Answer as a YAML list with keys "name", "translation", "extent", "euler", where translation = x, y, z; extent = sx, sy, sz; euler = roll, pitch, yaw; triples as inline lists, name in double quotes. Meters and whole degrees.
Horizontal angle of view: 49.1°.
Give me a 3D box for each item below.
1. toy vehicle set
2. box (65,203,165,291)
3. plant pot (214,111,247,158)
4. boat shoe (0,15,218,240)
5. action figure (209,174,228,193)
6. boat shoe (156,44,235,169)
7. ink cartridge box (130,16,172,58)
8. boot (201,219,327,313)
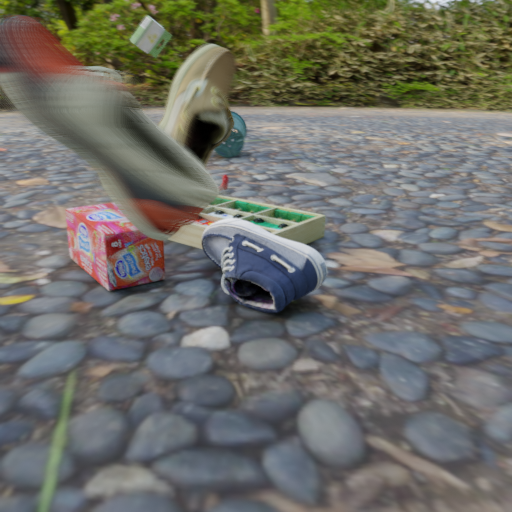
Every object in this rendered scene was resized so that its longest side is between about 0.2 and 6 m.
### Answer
- name: "toy vehicle set"
  translation: [-0.665, -0.728, 12.277]
  extent: [3.706, 0.491, 2.303]
  euler: [15, 24, 36]
- name: "box"
  translation: [-2.550, -0.239, 10.018]
  extent: [1.063, 1.018, 2.132]
  euler: [-12, 23, -32]
- name: "plant pot"
  translation: [-1.178, -4.837, 22.641]
  extent: [1.757, 1.757, 1.720]
  euler: [-2, 26, -5]
- name: "boat shoe"
  translation: [-1.725, -1.572, 6.462]
  extent: [0.967, 3.092, 1.100]
  euler: [-35, 10, 36]
- name: "action figure"
  translation: [-1.670, -1.801, 15.256]
  extent: [0.883, 0.698, 2.700]
  euler: [10, 24, 20]
- name: "boat shoe"
  translation: [-0.782, -1.842, 7.817]
  extent: [0.874, 2.633, 0.974]
  euler: [12, -21, 28]
- name: "ink cartridge box"
  translation: [-2.326, -4.911, 12.713]
  extent: [0.224, 0.681, 0.936]
  euler: [48, 15, 27]
- name: "boot"
  translation: [-0.252, 0.117, 9.113]
  extent: [2.677, 0.974, 1.209]
  euler: [15, 33, 42]
